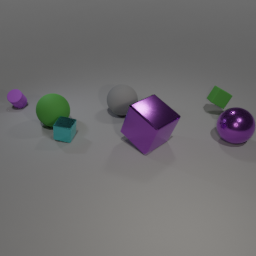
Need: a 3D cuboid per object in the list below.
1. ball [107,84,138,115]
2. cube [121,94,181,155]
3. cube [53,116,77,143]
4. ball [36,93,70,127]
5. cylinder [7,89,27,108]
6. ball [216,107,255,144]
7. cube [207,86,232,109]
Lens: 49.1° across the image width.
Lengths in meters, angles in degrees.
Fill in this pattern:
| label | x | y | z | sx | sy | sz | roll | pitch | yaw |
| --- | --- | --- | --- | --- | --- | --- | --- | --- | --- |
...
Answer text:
| label | x | y | z | sx | sy | sz | roll | pitch | yaw |
| --- | --- | --- | --- | --- | --- | --- | --- | --- | --- |
| ball | -0.255 | -1.267 | 12.624 | 1.400 | 1.400 | 1.400 | 0 | 31 | 0 |
| cube | 0.808 | -0.146 | 10.396 | 1.400 | 1.400 | 1.400 | -28 | 61 | -39 |
| cube | -2.469 | 0.050 | 10.986 | 0.700 | 0.700 | 0.700 | 12 | 36 | 4 |
| ball | -3.143 | -0.750 | 11.773 | 1.400 | 1.400 | 1.400 | 0 | 31 | 0 |
| cylinder | -5.244 | -1.380 | 13.271 | 0.700 | 0.700 | 0.700 | -1 | 70 | 3 |
| ball | 4.107 | -0.093 | 10.695 | 1.400 | 1.400 | 1.400 | 0 | 31 | 0 |
| cube | 4.111 | -1.393 | 12.616 | 0.700 | 0.700 | 0.700 | 26 | 17 | -12 |
